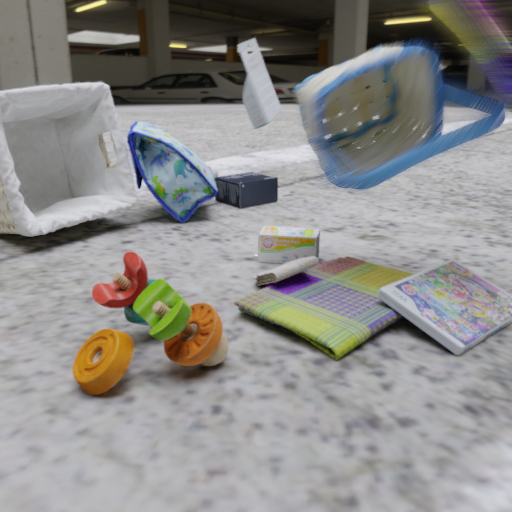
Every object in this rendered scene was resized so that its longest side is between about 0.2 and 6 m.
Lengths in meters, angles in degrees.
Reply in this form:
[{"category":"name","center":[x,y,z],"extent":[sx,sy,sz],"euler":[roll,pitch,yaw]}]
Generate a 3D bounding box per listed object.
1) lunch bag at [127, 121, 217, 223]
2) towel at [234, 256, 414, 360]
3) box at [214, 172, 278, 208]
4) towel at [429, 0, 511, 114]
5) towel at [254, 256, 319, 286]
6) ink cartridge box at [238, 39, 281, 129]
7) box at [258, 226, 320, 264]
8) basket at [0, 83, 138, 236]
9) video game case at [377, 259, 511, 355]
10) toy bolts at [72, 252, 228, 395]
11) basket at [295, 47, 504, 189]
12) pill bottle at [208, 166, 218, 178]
[{"category":"lunch bag","center":[-2.170,-2.160,13.417],"extent":[1.503,2.359,2.006],"euler":[-39,21,5]},{"category":"towel","center":[1.358,0.650,8.552],"extent":[2.079,0.330,2.895],"euler":[19,27,41]},{"category":"box","center":[-0.266,-1.771,14.910],"extent":[1.283,0.668,1.169],"euler":[-14,22,-35]},{"category":"towel","center":[3.226,-2.547,7.578],"extent":[0.317,2.780,1.997],"euler":[-36,6,20]},{"category":"towel","center":[0.451,0.236,9.068],"extent":[0.797,0.207,1.203],"euler":[-22,1,-19]},{"category":"ink cartridge box","center":[-0.022,-2.262,7.363],"extent":[0.292,1.023,0.831],"euler":[-20,19,23]},{"category":"box","center":[0.621,-0.198,10.581],"extent":[1.102,0.559,0.620],"euler":[4,19,11]},{"category":"basket","center":[-4.569,-2.025,12.098],"extent":[2.291,2.823,2.849],"euler":[-3,15,41]},{"category":"video game case","center":[2.878,0.665,8.116],"extent":[1.941,0.175,1.390],"euler":[-16,42,-39]},{"category":"toy bolts","center":[-1.345,0.995,7.060],"extent":[1.713,1.244,1.793],"euler":[-43,39,-1]},{"category":"basket","center":[1.961,-2.039,8.420],"extent":[2.364,1.865,2.681],"euler":[-23,31,-5]},{"category":"pill bottle","center":[-1.645,-2.478,17.174],"extent":[0.930,0.508,0.508],"euler":[-14,24,-34]}]
